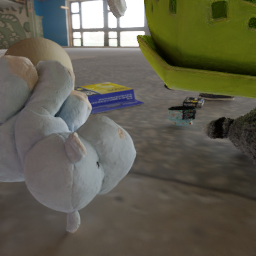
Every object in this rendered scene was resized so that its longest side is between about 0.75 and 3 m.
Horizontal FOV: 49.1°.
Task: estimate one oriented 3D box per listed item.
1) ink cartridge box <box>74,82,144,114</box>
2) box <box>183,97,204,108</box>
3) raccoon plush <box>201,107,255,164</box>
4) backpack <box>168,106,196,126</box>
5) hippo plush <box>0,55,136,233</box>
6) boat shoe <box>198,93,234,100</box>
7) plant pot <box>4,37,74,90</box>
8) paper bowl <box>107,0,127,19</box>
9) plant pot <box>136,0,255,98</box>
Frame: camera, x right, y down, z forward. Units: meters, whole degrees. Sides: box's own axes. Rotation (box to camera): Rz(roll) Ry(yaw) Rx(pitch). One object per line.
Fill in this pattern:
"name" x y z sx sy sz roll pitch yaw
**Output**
"ink cartridge box" -1.066 -1.249 10.899 2.465 0.586 2.494 -15 22 -37
"box" 2.486 -0.966 10.580 0.686 0.209 0.851 10 21 20
"raccoon plush" 2.468 0.432 6.102 2.332 1.128 1.562 -20 13 48
"backpack" 1.544 -0.369 8.263 0.776 0.595 0.682 5 12 -3
"hippo plush" -1.219 0.099 4.353 2.344 2.322 2.915 16 25 41
"boat shoe" 3.624 -1.407 11.475 1.420 0.445 0.516 4 20 12
"plant pot" -2.710 -1.288 8.902 2.422 2.422 2.586 -8 36 -21
"paper bowl" -0.314 -4.026 9.117 0.429 0.824 0.824 -12 14 23
"plant pot" 1.747 -2.188 5.203 2.973 2.698 2.958 4 29 -14
